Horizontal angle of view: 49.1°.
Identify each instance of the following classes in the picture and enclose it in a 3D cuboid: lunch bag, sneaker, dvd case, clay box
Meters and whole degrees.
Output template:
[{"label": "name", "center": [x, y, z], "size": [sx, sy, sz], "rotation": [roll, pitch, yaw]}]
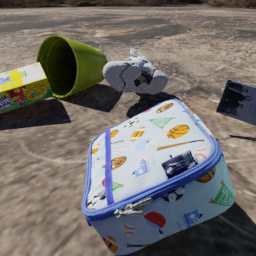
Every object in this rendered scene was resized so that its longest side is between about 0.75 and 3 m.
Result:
[{"label": "lunch bag", "center": [0.255, 0.546, 4.072], "size": [1.969, 0.929, 2.458], "rotation": [-24, 21, 6]}, {"label": "sneaker", "center": [0.038, -1.846, 8.903], "size": [2.521, 0.947, 1.449], "rotation": [3, 40, -43]}, {"label": "dvd case", "center": [2.813, -0.598, 6.732], "size": [1.140, 0.857, 0.141], "rotation": [20, 15, 9]}, {"label": "clay box", "center": [-3.699, -1.013, 8.054], "size": [2.773, 0.660, 1.593], "rotation": [-21, 35, -13]}]

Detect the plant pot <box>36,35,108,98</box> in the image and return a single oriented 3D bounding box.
[{"label": "plant pot", "center": [-1.721, -2.082, 9.547], "size": [1.960, 1.960, 1.887], "rotation": [19, 22, 32]}]
